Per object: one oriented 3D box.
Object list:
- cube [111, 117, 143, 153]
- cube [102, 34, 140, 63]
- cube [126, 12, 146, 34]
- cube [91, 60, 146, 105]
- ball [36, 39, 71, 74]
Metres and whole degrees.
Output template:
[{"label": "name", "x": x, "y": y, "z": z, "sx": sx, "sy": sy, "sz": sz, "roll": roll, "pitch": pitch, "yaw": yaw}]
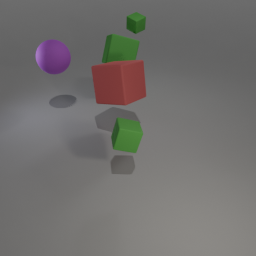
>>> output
[{"label": "cube", "x": -0.043, "y": 0.207, "z": 8.065, "sx": 0.700, "sy": 0.700, "sz": 0.700, "roll": 11, "pitch": 27, "yaw": -14}, {"label": "cube", "x": -0.402, "y": -3.801, "z": 14.015, "sx": 1.400, "sy": 1.400, "sz": 1.400, "roll": 9, "pitch": 12, "yaw": -17}, {"label": "cube", "x": 0.405, "y": -5.293, "z": 14.108, "sx": 0.700, "sy": 0.700, "sz": 0.700, "roll": -35, "pitch": 58, "yaw": -28}, {"label": "cube", "x": -0.308, "y": -1.698, "z": 10.347, "sx": 1.400, "sy": 1.400, "sz": 1.400, "roll": 7, "pitch": 22, "yaw": 35}, {"label": "ball", "x": -3.079, "y": -2.931, "z": 11.585, "sx": 1.400, "sy": 1.400, "sz": 1.400, "roll": 0, "pitch": 31, "yaw": 0}]
